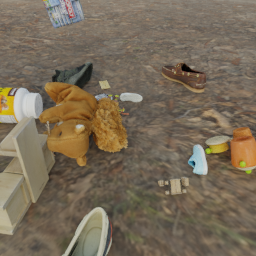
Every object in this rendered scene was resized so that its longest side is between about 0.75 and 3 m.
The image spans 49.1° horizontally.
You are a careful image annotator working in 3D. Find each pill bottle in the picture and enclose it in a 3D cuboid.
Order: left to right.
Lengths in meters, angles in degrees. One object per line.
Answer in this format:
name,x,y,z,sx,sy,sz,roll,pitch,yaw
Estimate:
pill bottle,-4.374,-0.823,10.139,2.326,1.270,1.270,1,35,2

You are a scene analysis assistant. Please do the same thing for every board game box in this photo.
board game box,-2.337,-4.904,10.804,1.734,1.735,0.535,-15,30,3

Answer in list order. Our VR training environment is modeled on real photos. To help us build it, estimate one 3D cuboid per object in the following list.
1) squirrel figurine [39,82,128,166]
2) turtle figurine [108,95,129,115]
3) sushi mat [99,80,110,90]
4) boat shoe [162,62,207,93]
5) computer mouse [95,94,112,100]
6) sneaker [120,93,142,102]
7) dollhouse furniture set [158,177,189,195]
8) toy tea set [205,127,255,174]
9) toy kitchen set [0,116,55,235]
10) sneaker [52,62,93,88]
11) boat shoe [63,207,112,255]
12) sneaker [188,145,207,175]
squirrel figurine,-1.271,-0.075,8.393,2.693,1.906,2.514,1,25,-13
turtle figurine,-0.511,-0.820,10.767,1.077,0.347,0.868,0,77,-7
sushi mat,-1.082,-1.992,12.934,0.395,0.050,0.825,-9,36,-12
boat shoe,2.592,-2.570,13.015,0.941,0.940,2.673,-25,40,-28
computer mouse,-1.437,-0.734,10.806,1.988,0.436,1.090,-27,41,-28
sneaker,0.150,-1.325,11.732,0.946,0.361,0.381,8,26,8
dollhouse furniture set,1.226,1.566,7.577,0.768,0.398,0.340,-5,-5,-6
toy tea set,3.943,0.557,8.723,2.878,1.065,1.711,-17,9,-19
toy kitchen set,-3.478,0.795,7.055,2.328,2.105,2.581,6,35,8
sneaker,-2.542,-2.432,12.782,1.413,0.943,2.466,16,43,12
boat shoe,-0.945,2.762,5.340,0.944,0.830,2.652,11,37,13
sneaker,2.032,0.902,8.391,0.475,0.429,1.160,4,34,-3
